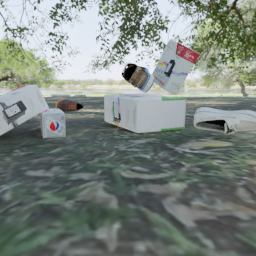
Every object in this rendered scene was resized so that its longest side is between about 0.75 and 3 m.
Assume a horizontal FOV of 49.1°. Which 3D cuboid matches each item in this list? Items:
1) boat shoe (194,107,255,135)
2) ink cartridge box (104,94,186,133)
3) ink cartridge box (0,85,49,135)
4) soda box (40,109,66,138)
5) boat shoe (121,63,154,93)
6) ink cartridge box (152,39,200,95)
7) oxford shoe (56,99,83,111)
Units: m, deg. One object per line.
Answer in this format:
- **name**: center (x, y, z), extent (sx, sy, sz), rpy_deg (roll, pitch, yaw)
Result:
- **boat shoe**: center (2.579, -0.122, 7.192), extent (1.767, 0.636, 0.581), rpy_deg (11, 50, 13)
- **ink cartridge box**: center (0.457, -0.569, 9.224), extent (1.740, 1.009, 2.403), rpy_deg (-5, 12, -28)
- **ink cartridge box**: center (-3.224, -0.443, 7.400), extent (1.763, 0.735, 1.280), rpy_deg (-36, 27, -29)
- **soda box**: center (-2.190, -0.182, 8.052), extent (0.606, 0.652, 1.910), rpy_deg (-3, 9, -18)
- **boat shoe**: center (0.234, -1.753, 9.040), extent (0.762, 0.760, 2.104), rpy_deg (29, 8, -19)
- **ink cartridge box**: center (1.602, -2.146, 9.892), extent (0.659, 1.591, 1.159), rpy_deg (16, 21, -33)
- **oxford shoe**: center (-3.292, -1.275, 15.850), extent (0.703, 0.690, 1.938), rpy_deg (10, 12, 27)
